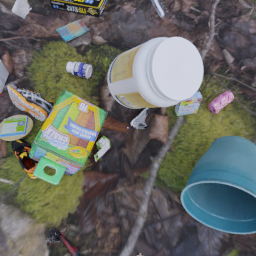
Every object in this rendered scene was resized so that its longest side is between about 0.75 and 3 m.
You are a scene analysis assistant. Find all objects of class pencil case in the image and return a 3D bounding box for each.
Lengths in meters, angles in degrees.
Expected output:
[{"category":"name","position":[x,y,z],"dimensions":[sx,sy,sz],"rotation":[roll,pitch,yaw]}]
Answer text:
[{"category":"pencil case","position":[3.954,-1.099,11.873],"dimensions":[1.189,0.514,0.492],"rotation":[-37,49,-17]}]

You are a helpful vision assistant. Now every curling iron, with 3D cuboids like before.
[{"category":"curling iron","position":[-1.809,4.093,9.058],"dimensions":[2.256,0.288,0.559],"rotation":[40,31,16]}]

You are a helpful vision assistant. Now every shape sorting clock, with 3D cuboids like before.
[{"category":"shape sorting clock","position":[-4.546,-0.016,11.300],"dimensions":[1.414,0.277,1.414],"rotation":[-2,50,2]}]

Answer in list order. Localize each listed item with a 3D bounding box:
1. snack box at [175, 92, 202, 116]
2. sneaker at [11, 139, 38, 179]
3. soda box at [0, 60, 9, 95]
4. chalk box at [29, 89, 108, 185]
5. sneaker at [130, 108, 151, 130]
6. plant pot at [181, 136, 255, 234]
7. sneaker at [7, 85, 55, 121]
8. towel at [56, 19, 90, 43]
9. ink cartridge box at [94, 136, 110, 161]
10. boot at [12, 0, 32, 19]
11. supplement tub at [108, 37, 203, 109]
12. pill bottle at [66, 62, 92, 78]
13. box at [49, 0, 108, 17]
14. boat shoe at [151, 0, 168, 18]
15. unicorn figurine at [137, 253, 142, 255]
[{"category":"snack box","position":[2.458,-0.970,11.462],"dimensions":[0.905,1.073,0.363],"rotation":[-10,61,-6]},{"category":"sneaker","position":[-3.852,0.995,10.496],"dimensions":[0.660,0.849,1.886],"rotation":[-33,66,-17]},{"category":"soda box","position":[-6.036,-1.560,11.855],"dimensions":[0.896,0.964,2.825],"rotation":[5,61,3]},{"category":"chalk box","position":[-2.266,0.499,9.926],"dimensions":[1.813,1.804,2.914],"rotation":[28,61,-13]},{"category":"sneaker","position":[0.673,-0.320,11.534],"dimensions":[1.084,0.407,0.626],"rotation":[-42,73,-10]},{"category":"plant pot","position":[3.340,1.679,9.305],"dimensions":[2.620,2.620,2.462],"rotation":[20,49,11]},{"category":"sneaker","position":[-4.094,-1.173,11.769],"dimensions":[2.315,0.906,0.894],"rotation":[34,56,12]},{"category":"towel","position":[-2.812,-4.962,14.217],"dimensions":[1.429,0.155,1.048],"rotation":[-32,66,-17]},{"category":"ink cartridge box","position":[-1.075,0.798,10.733],"dimensions":[0.323,0.629,0.851],"rotation":[36,67,18]},{"category":"boot","position":[-3.313,-4.029,9.008],"dimensions":[0.501,1.048,0.385],"rotation":[27,44,-25]},{"category":"supplement tub","position":[0.789,-1.718,9.191],"dimensions":[2.119,2.930,2.119],"rotation":[-1,93,-27]},{"category":"pill bottle","position":[-2.206,-2.654,12.662],"dimensions":[1.042,0.624,0.624],"rotation":[15,62,9]},{"category":"box","position":[-2.525,-7.207,15.169],"dimensions":[2.826,0.697,2.257],"rotation":[14,63,7]},{"category":"boat shoe","position":[0.941,-3.784,8.444],"dimensions":[0.291,0.307,0.878],"rotation":[-27,88,-6]},{"category":"unicorn figurine","position":[0.412,4.487,8.834],"dimensions":[0.633,0.340,0.921],"rotation":[30,59,4]}]
